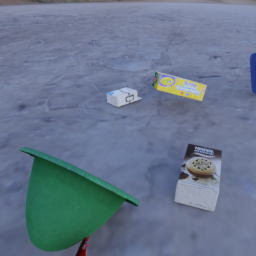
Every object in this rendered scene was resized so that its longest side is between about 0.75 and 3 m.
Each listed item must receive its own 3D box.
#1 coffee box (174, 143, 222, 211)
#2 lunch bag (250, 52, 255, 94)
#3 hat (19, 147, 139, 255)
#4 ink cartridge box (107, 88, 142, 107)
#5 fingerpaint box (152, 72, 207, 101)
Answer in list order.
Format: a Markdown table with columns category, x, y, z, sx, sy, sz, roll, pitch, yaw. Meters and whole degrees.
| category | x | y | z | sx | sy | sz | roll | pitch | yaw |
| --- | --- | --- | --- | --- | --- | --- | --- | --- | --- |
| coffee box | 1.431 | 0.929 | 5.593 | 0.744 | 0.526 | 1.317 | 11 | 32 | 15 |
| lunch bag | 4.772 | -1.829 | 9.417 | 1.083 | 1.637 | 1.112 | -6 | 2 | -17 |
| hat | -1.171 | 1.702 | 4.187 | 2.104 | 2.541 | 2.236 | 24 | 75 | 2 |
| ink cartridge box | -0.112 | -1.088 | 9.496 | 1.070 | 0.363 | 0.621 | -22 | 30 | -34 |
| fingerpaint box | 1.578 | -1.342 | 8.919 | 1.451 | 0.532 | 1.210 | 13 | 13 | -6 |
